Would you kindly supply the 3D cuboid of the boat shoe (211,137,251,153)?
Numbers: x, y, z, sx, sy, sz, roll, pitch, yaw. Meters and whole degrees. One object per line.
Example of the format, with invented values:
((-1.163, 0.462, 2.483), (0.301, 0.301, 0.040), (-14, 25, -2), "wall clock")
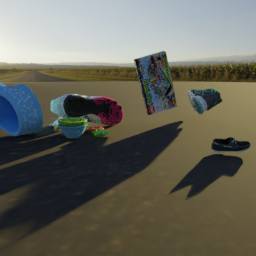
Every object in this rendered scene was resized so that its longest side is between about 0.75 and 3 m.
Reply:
((2.215, 0.347, 5.982), (0.857, 0.290, 0.308), (-2, 26, -3), "boat shoe")

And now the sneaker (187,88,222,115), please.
((2.874, -1.085, 10.433), (1.009, 0.858, 2.212), (-22, 15, 7), "sneaker")

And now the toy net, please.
((-1.525, -0.173, 8.171), (1.340, 0.493, 2.555), (-6, 12, -24), "toy net")

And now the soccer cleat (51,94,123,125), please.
((-1.206, -0.587, 8.538), (1.057, 0.855, 2.449), (2, -5, 41), "soccer cleat")

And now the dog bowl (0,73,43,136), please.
((-3.395, -0.636, 7.685), (2.532, 1.411, 0.628), (25, 35, 27), "dog bowl")

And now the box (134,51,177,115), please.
((0.904, -1.436, 9.078), (1.024, 1.860, 0.323), (-17, 21, -3), "box")
